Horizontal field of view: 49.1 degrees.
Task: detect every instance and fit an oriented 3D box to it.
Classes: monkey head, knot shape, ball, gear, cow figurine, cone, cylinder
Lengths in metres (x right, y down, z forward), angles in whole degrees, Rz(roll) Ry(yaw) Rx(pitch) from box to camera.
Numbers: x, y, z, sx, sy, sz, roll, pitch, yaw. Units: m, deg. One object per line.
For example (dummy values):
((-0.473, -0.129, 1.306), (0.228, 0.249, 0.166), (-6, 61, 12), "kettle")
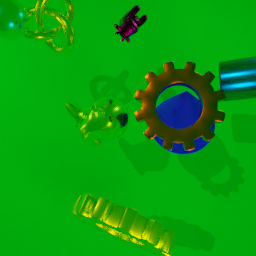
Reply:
((-0.654, -0.306, 6.197), (1.152, 1.912, 1.375), (-43, 81, 14), "monkey head")
((-1.717, -2.469, 6.344), (1.416, 0.654, 1.325), (26, 100, -12), "knot shape")
((-2.356, -2.116, 5.454), (0.819, 0.819, 0.819), (0, 80, 0), "ball")
((0.786, -0.333, 4.337), (1.360, 0.251, 1.360), (0, 86, 6), "gear")
((-0.072, 1.712, 4.894), (1.813, 1.813, 0.335), (23, 65, 4), "gear")
((-0.002, -2.414, 6.607), (0.978, 0.994, 0.546), (-49, 112, -10), "cow figurine")
((1.185, -0.391, 5.903), (1.500, 1.506, 1.500), (-3, 66, 6), "cone")
((2.492, -1.070, 6.137), (0.895, 0.895, 0.895), (-4, 79, 22), "cylinder")
